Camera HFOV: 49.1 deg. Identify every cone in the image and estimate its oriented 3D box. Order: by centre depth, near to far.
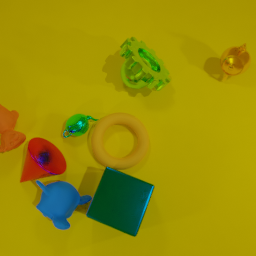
[{"bbox_3d":[-2.781,1.217,8.287,1.357,1.352,1.352,-42,76,16],"label":"cone"}]

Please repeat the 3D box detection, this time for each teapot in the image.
[{"bbox_3d":[-1.496,-0.076,8.684,1.222,0.598,0.760,-32,37,-4],"label":"teapot"},{"bbox_3d":[3.371,-2.095,8.838,0.948,1.524,0.746,31,48,12],"label":"teapot"}]

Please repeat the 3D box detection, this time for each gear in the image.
[{"bbox_3d":[0.558,-2.004,8.718,0.343,1.853,1.853,-40,73,32],"label":"gear"}]

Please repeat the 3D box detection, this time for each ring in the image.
[{"bbox_3d":[-0.231,0.387,8.589,1.781,0.356,1.781,1,78,-5],"label":"ring"}]

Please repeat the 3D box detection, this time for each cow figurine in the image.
[{"bbox_3d":[-3.688,-0.074,8.167,0.836,1.498,1.522,-38,120,13],"label":"cow figurine"}]

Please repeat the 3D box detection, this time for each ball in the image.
[{"bbox_3d":[0.271,-1.770,8.955,1.040,1.040,1.040,0,74,0],"label":"ball"}]

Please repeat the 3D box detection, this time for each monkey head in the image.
[{"bbox_3d":[-1.801,2.068,7.651,1.755,1.263,1.058,26,91,-33],"label":"monkey head"}]

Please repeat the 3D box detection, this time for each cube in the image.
[{"bbox_3d":[-0.175,1.988,7.656,1.362,1.362,1.362,21,77,6],"label":"cube"}]
